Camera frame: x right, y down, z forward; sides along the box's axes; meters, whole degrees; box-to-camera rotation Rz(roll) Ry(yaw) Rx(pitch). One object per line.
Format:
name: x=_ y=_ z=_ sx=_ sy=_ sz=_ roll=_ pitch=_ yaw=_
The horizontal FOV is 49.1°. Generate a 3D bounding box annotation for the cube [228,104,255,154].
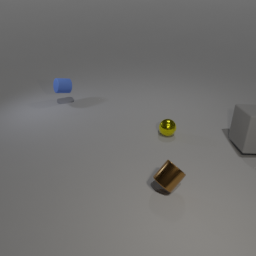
cube: x=4.674 y=0.017 z=10.117 sx=1.400 sy=1.400 sz=1.400 roll=2 pitch=22 yaw=-3

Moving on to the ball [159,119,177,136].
ball: x=1.580 y=-0.021 z=11.170 sx=0.700 sy=0.700 sz=0.700 roll=0 pitch=29 yaw=0

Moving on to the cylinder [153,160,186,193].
cylinder: x=1.216 y=1.406 z=8.224 sx=0.700 sy=0.700 sz=0.700 roll=-50 pitch=40 yaw=1

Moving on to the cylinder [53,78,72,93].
cylinder: x=-3.144 y=-2.033 z=13.482 sx=0.700 sy=0.700 sz=0.700 roll=-5 pitch=27 yaw=-33
